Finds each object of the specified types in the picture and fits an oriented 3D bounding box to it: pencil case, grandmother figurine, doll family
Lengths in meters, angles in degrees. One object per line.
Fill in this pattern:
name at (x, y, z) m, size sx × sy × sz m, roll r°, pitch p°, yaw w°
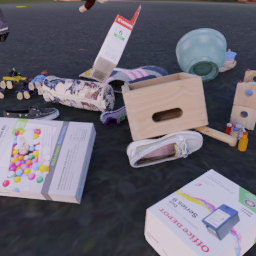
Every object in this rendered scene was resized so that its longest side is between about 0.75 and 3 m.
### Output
pencil case at (-1.723, -1.151, 9.709) m, size 2.635 × 1.025 × 1.178 m, roll 12°, pitch 33°, yaw 20°
grandmother figurine at (-1.587, -4.689, 9.456) m, size 2.518 × 1.527 × 0.763 m, roll 20°, pitch 67°, yaw 28°
doll family at (-4.108, -1.778, 11.047) m, size 2.398 × 0.941 × 1.386 m, roll 6°, pitch 26°, yaw 1°

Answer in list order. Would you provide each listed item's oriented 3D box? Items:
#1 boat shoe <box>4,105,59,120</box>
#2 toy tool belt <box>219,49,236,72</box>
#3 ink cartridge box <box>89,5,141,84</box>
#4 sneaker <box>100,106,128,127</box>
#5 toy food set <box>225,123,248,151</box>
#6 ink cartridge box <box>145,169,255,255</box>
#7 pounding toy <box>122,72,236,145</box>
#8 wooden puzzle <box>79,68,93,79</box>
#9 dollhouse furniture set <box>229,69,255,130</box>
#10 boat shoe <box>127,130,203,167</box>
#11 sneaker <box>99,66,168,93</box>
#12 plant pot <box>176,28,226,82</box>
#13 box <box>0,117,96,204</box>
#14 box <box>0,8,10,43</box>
boat shoe at (-3.105, -0.455, 9.036) m, size 1.719 × 0.487 × 0.590 m, roll -12°, pitch 32°, yaw -20°
toy tool belt at (4.793, -3.418, 13.664) m, size 1.726 × 1.061 × 1.078 m, roll -23°, pitch 37°, yaw -35°
ink cartridge box at (-0.381, -2.556, 8.215) m, size 0.571 × 1.235 × 2.266 m, roll 24°, pitch 67°, yaw -13°
sneaker at (-0.237, -0.324, 8.959) m, size 1.235 × 0.460 × 0.540 m, roll -18°, pitch 43°, yaw -9°
toy food set at (3.100, 0.091, 8.008) m, size 0.589 × 0.555 × 1.233 m, roll 9°, pitch 31°, yaw 15°
ink cartridge box at (1.401, 1.683, 4.962) m, size 1.841 × 0.805 × 1.338 m, roll -22°, pitch 37°, yaw -31°
pounding toy at (1.228, -0.457, 7.646) m, size 2.479 × 1.763 × 2.282 m, roll -12°, pitch 14°, yaw 1°
wooden puzzle at (-1.353, -2.548, 12.950) m, size 1.410 × 0.263 × 1.304 m, roll 12°, pitch 32°, yaw 20°
dollhouse furniture set at (4.465, -0.785, 8.631) m, size 2.078 × 1.456 × 1.464 m, roll 16°, pitch 33°, yaw 26°
boat shoe at (0.974, 0.569, 7.070) m, size 1.972 × 0.727 × 0.632 m, roll -8°, pitch 36°, yaw -6°
sneaker at (0.264, -1.775, 11.154) m, size 2.843 × 0.998 × 1.166 m, roll -4°, pitch 49°, yaw -5°
plant pot at (3.188, -2.929, 12.094) m, size 2.182 × 2.182 × 1.462 m, roll 2°, pitch 57°, yaw 4°
box at (-2.090, 0.661, 6.398) m, size 2.391 × 0.492 × 1.864 m, roll 4°, pitch 54°, yaw 8°
box at (-4.247, -3.537, 8.691) m, size 0.397 × 1.573 × 2.200 m, roll -27°, pitch 19°, yaw -21°
